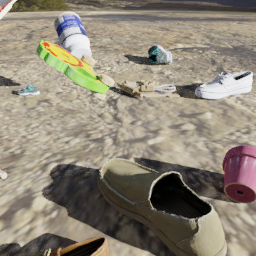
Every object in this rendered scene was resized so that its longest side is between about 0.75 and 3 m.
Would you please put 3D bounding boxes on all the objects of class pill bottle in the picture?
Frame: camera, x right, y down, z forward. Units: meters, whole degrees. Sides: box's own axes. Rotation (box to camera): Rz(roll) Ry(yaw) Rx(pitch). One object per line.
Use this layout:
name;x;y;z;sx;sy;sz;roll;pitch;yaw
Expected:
pill bottle;-1.813;-2.960;9.288;0.931;0.931;1.609;-12;65;-22

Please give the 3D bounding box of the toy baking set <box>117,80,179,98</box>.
toy baking set;0.738;-1.512;10.347;1.760;0.267;2.293;-16;31;-28

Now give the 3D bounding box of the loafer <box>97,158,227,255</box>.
loafer;0.455;1.069;4.615;1.005;0.892;2.645;-24;35;-38

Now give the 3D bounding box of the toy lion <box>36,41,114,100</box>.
toy lion;-0.748;-0.827;3.745;0.896;0.321;0.935;14;28;-48

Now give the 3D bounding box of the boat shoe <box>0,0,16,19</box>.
boat shoe;-3.502;-3.840;7.889;0.858;0.754;2.410;-9;47;38

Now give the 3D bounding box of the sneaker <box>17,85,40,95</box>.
sneaker;-3.563;-1.374;9.978;0.798;0.364;0.310;-2;27;-2

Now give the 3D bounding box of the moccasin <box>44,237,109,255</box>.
moccasin;-0.882;1.782;3.633;1.353;0.522;0.495;-10;29;-19

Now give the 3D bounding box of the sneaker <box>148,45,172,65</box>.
sneaker;1.377;-3.679;14.105;0.925;0.786;2.027;-14;29;-18

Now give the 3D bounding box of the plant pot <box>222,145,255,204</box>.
plant pot;2.129;0.894;5.116;0.881;0.881;0.789;13;46;24

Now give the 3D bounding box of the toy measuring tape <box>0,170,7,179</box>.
toy measuring tape;-3.104;1.190;4.943;0.727;0.727;1.977;16;9;29

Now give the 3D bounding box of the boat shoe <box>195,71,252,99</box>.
boat shoe;3.417;-1.606;9.964;2.389;0.781;0.879;-14;30;-25
